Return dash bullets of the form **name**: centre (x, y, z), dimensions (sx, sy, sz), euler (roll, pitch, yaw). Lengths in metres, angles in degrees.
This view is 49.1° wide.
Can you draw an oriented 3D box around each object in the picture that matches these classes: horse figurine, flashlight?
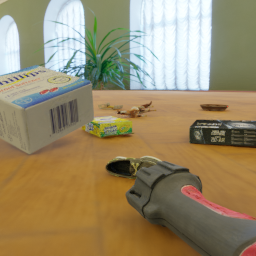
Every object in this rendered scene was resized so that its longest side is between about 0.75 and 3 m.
- **horse figurine**: centre (0.457, -0.740, 11.913), dimensions (1.223, 0.461, 1.845), euler (-2, 15, 25)
- **flashlight**: centre (0.841, 0.764, 2.242), dimensions (0.776, 0.778, 2.291), euler (30, -5, -24)

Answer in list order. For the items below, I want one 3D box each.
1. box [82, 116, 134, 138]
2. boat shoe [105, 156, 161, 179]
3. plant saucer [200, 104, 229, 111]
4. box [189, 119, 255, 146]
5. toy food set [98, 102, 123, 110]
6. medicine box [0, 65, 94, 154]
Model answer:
- **box**: centre (-0.608, -0.053, 8.117), dimensions (1.022, 0.421, 1.742), euler (-6, 13, -28)
- **boat shoe**: centre (0.094, 0.621, 4.315), dimensions (0.978, 0.350, 0.292), euler (-1, 7, 34)
- **plant saucer**: centre (4.474, -1.061, 14.573), dimensions (1.459, 0.267, 1.459), euler (-1, 9, 0)
- **box**: centre (2.580, 0.091, 7.092), dimensions (1.867, 0.406, 1.496), euler (2, 10, 21)
- **toy food set**: centre (-0.944, -1.210, 15.215), dimensions (1.124, 0.339, 0.806), euler (6, 11, 33)
- **medicine box**: centre (-2.202, -0.567, 6.526), dimensions (2.095, 1.078, 1.908), euler (21, 35, 31)
